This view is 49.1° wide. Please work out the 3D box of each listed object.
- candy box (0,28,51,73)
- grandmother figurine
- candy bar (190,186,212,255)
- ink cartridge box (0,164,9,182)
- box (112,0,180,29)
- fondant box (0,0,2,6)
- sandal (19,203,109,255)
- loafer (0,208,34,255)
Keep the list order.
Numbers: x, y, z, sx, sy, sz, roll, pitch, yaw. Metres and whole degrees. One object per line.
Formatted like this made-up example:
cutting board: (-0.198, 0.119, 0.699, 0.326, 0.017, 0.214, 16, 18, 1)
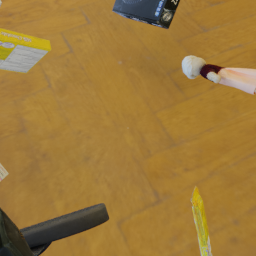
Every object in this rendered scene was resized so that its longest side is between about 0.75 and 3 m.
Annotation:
candy box: (-3.062, -1.720, 5.951, 2.506, 1.281, 0.331, 0, 75, -47)
grandmother figurine: (1.978, -1.114, 5.833, 1.897, 1.151, 0.575, 27, 104, 34)
candy bar: (1.222, 1.698, 4.628, 0.171, 1.539, 0.384, -4, 24, 25)
ink cartridge box: (-2.882, 0.970, 5.650, 0.500, 0.798, 0.513, -30, 103, 14)
box: (0.833, -4.676, 8.657, 0.593, 2.726, 2.184, 6, 21, -48)
fondant box: (-3.781, -3.541, 7.180, 0.672, 0.271, 0.932, -26, 92, -39)
sandal: (-1.603, 1.905, 4.405, 2.747, 1.045, 0.588, -18, 82, -1)
loafer: (-1.583, 1.584, 3.416, 0.774, 0.768, 2.125, -43, 39, -14)
